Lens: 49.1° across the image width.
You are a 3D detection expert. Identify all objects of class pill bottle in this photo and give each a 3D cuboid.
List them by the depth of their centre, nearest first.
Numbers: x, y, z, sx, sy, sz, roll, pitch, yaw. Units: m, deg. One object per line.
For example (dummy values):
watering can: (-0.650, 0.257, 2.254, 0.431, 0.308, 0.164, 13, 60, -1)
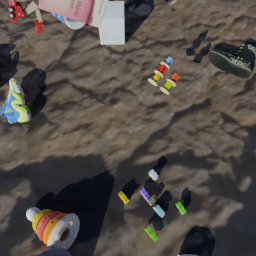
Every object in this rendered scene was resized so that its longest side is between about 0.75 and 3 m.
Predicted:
pill bottle: (-2.774, -5.340, 12.609, 1.139, 1.139, 2.030, -35, 54, -16)

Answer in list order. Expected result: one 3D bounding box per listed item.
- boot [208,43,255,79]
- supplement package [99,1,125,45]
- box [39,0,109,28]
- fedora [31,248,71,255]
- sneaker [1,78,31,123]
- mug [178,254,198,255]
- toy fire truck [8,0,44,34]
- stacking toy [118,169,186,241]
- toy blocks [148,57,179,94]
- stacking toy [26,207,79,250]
boot: (4.467, -3.034, 11.807, 1.917, 0.692, 1.448, 30, 65, 8)
supplement package: (-0.686, -4.519, 12.106, 1.096, 1.444, 1.088, 0, 63, 0)
box: (-1.573, -4.085, 8.435, 1.954, 1.249, 1.065, 13, 64, -14)
fedora: (-2.498, 4.488, 7.480, 1.168, 2.288, 2.587, -1, 60, 33)
sneaker: (-4.484, -1.023, 10.750, 1.029, 0.742, 1.958, -22, 66, -10)
mug: (1.894, 4.184, 8.216, 0.778, 0.655, 0.887, 1, 78, -10)
toy fire truck: (-3.542, -4.118, 9.716, 1.163, 1.649, 0.402, -7, 51, -21)
stacking toy: (0.791, 2.472, 9.202, 1.425, 0.444, 1.890, -36, 71, -15)
toy blocks: (1.315, -1.764, 9.257, 0.867, 0.378, 1.040, 37, 88, 6)
stacking toy: (-2.521, 2.967, 8.665, 1.767, 1.291, 1.291, 18, 64, 26)
